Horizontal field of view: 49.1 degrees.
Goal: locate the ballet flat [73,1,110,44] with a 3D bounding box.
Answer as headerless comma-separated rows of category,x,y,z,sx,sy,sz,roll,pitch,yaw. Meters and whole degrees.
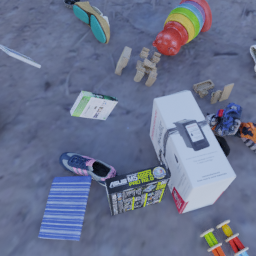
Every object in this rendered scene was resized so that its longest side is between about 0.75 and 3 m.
ballet flat,-1.416,-4.893,12.587,0.940,1.023,2.981,-27,61,-23

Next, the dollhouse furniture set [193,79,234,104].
dollhouse furniture set,3.155,-1.573,10.475,0.968,0.829,1.017,-19,59,-12

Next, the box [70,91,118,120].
box,-0.953,-0.612,7.899,1.133,0.818,0.206,6,46,-38

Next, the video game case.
video game case,-3.472,-2.296,8.982,0.981,1.078,0.119,34,100,39

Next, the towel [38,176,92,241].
towel,-1.774,2.252,8.079,1.345,0.221,1.857,-6,56,21

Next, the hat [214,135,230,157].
hat,2.798,0.700,9.220,1.066,0.430,1.066,2,46,-2

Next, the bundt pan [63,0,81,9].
bundt pan,-2.726,-6.187,13.840,0.876,0.329,0.876,0,57,0

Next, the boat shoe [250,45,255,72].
boat shoe,5.427,-2.308,10.925,0.973,0.994,2.807,0,47,1

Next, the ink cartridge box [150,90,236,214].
ink cartridge box,1.655,0.685,8.202,1.209,2.105,2.899,-14,58,-9

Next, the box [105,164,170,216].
box,0.223,1.731,7.603,1.580,1.972,0.436,-14,60,-8

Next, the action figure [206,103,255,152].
action figure,3.523,0.150,9.167,2.220,1.200,2.295,25,36,22

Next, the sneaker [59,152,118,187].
sneaker,-1.257,1.125,8.675,2.053,0.842,0.720,18,58,12

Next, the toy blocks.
toy blocks,2.668,3.232,7.527,0.998,0.435,1.197,-21,59,-14

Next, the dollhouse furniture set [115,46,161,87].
dollhouse furniture set,0.380,-2.433,11.207,1.526,0.993,1.402,20,57,-12

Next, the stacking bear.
stacking bear,2.184,-4.158,11.857,1.716,1.607,2.826,30,67,19
